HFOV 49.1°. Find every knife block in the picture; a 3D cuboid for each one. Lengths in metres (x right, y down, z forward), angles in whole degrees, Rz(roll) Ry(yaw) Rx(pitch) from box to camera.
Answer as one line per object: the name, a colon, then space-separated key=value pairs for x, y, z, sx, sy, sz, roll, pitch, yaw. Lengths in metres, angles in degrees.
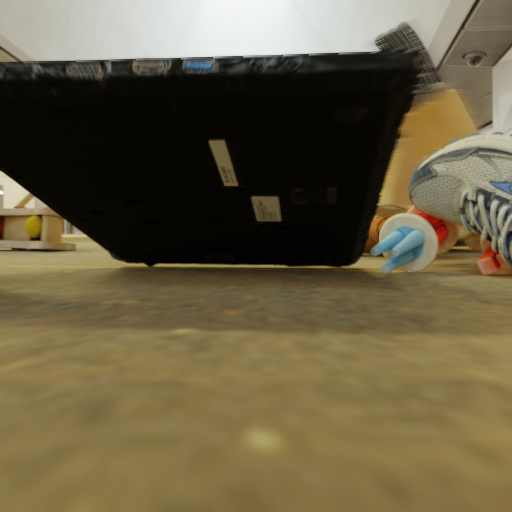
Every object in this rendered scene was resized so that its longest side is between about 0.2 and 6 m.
knife block: x=2.333 y=-1.580 z=7.329 sx=2.712 sy=2.380 sz=0.868 roll=14 pitch=-4 yaw=-12

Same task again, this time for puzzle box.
puzzle box: x=3.480 y=-0.625 z=11.129 sx=3.735 sy=0.475 sz=2.485 roll=7 pitch=-6 yaw=-35

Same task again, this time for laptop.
laptop: x=-1.174 y=-1.450 z=5.084 sx=4.482 sy=2.315 sz=3.972 roll=1 pitch=-14 yaw=6

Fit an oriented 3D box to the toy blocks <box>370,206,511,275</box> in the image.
toy blocks: x=2.093 y=-0.138 z=5.714 sx=1.479 sy=0.644 sz=1.774 roll=16 pitch=28 yaw=35

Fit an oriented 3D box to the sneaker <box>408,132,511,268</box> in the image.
sneaker: x=2.351 y=-0.362 z=4.826 sx=2.486 sy=0.958 sz=1.059 roll=15 pitch=55 yaw=43

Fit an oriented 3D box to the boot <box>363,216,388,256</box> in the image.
boot: x=1.795 y=-0.328 z=9.049 sx=2.097 sy=0.804 sz=1.628 roll=11 pitch=-5 yaw=-26

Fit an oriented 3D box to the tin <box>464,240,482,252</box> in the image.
tin: x=3.482 y=-0.275 z=8.106 sx=0.903 sy=0.506 sz=0.189 roll=11 pitch=31 yaw=13

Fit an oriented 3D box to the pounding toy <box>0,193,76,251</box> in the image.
pounding toy: x=-5.024 y=-0.926 z=11.723 sx=2.849 sy=1.634 sz=1.629 roll=2 pitch=-1 yaw=38
